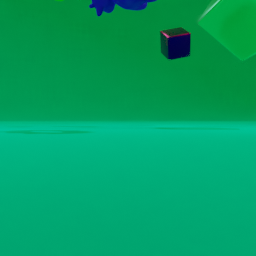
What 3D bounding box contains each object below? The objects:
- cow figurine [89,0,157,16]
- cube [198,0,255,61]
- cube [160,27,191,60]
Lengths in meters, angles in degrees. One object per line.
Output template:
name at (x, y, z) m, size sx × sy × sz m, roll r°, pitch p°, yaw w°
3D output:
cow figurine at (-0.174, -3.477, 7.318) m, size 1.580 × 0.881 × 1.606 m, roll -11°, pitch 13°, yaw -20°
cube at (2.612, -2.552, 5.823) m, size 1.391 × 1.391 × 1.391 m, roll 36°, pitch -18°, yaw -9°
cube at (1.625, -2.914, 9.657) m, size 0.807 × 0.807 × 0.807 m, roll -13°, pitch 36°, yaw -8°
